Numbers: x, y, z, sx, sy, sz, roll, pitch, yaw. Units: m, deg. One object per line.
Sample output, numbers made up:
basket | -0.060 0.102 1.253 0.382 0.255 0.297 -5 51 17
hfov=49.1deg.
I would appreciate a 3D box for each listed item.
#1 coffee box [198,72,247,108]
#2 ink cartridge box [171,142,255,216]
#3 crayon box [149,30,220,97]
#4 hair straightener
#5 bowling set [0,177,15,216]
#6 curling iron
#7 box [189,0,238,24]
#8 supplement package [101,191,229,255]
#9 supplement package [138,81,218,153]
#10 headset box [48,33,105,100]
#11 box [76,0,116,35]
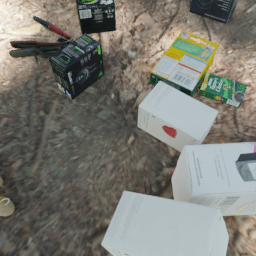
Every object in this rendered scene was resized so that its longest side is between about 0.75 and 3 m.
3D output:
coffee box | 3.189 -1.295 9.450 1.425 0.313 0.876 22 61 13
ink cartridge box | 2.667 1.311 6.782 2.914 2.151 1.248 -3 59 -3
crayon box | 2.010 -2.242 9.846 1.539 0.631 2.449 28 63 16
hair straightener | -3.150 -2.723 10.334 2.419 0.495 0.931 1 69 -6
bowling set | -4.166 1.264 7.256 2.577 1.383 1.793 0 59 -1
curling iron | -3.036 -3.880 11.027 0.599 0.309 2.415 -37 65 -25
box | 3.524 -5.352 11.125 1.716 1.687 1.064 25 62 15
supplement package | 0.726 2.074 5.187 1.920 1.164 1.150 2 50 31
supplement package | 1.408 -0.251 8.302 1.958 1.187 1.172 31 63 17
headset box | -1.578 -2.039 9.243 0.777 1.459 1.676 37 64 21
box | -1.316 -4.893 11.121 1.452 1.215 1.955 -8 59 -5
